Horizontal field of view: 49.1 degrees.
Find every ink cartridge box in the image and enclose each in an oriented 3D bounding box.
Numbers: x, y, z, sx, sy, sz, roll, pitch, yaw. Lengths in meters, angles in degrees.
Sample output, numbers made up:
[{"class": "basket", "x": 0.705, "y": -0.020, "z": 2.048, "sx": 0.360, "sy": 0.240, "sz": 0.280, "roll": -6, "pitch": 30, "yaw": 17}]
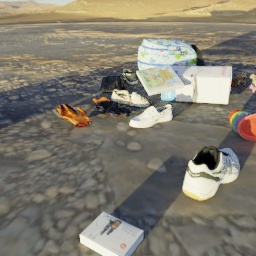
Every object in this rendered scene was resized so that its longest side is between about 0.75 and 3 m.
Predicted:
[{"class": "ink cartridge box", "x": 2.528, "y": -1.653, "z": 10.294, "sx": 2.340, "sy": 1.005, "sz": 1.713, "roll": 7, "pitch": 26, "yaw": 18}]

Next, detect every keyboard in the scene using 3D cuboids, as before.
[{"class": "keyboard", "x": -0.576, "y": -1.988, "z": 11.819, "sx": 1.139, "sy": 0.433, "sz": 2.188, "roll": -1, "pitch": 26, "yaw": -2}]

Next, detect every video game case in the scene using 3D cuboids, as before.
[{"class": "video game case", "x": 1.057, "y": -1.645, "z": 9.383, "sx": 1.215, "sy": 0.147, "sz": 1.334, "roll": -14, "pitch": 45, "yaw": -9}]

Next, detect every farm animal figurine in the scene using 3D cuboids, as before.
[{"class": "farm animal figurine", "x": 4.945, "y": -1.968, "z": 11.467, "sx": 1.320, "sy": 0.664, "sz": 1.066, "roll": 23, "pitch": 33, "yaw": 40}]

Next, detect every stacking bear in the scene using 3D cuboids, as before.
[{"class": "stacking bear", "x": 3.174, "y": -0.184, "z": 7.754, "sx": 0.682, "sy": 0.728, "sz": 1.199, "roll": 1, "pitch": 17, "yaw": 1}]

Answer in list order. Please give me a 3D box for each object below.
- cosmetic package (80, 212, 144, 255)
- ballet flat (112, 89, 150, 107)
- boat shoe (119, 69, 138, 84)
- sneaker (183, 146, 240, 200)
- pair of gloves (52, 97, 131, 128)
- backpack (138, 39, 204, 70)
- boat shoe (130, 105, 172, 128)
[{"class": "cosmetic package", "x": -0.243, "y": 1.658, "z": 4.266, "sx": 0.781, "sy": 0.202, "sz": 0.589, "roll": 15, "pitch": 32, "yaw": 29}, {"class": "ballet flat", "x": 0.057, "y": -1.042, "z": 9.727, "sx": 1.444, "sy": 0.461, "sz": 0.546, "roll": 11, "pitch": 35, "yaw": 22}, {"class": "boat shoe", "x": 0.020, "y": -2.407, "z": 12.599, "sx": 0.614, "sy": 0.490, "sz": 1.625, "roll": -15, "pitch": 28, "yaw": -23}, {"class": "sneaker", "x": 1.786, "y": 0.688, "z": 5.616, "sx": 0.708, "sy": 0.821, "sz": 1.872, "roll": 16, "pitch": 28, "yaw": 35}, {"class": "pair of gloves", "x": -1.144, "y": -0.511, "z": 8.839, "sx": 2.243, "sy": 0.277, "sz": 1.998, "roll": -12, "pitch": 26, "yaw": -30}, {"class": "backpack", "x": 1.834, "y": -3.210, "z": 12.909, "sx": 2.813, "sy": 2.163, "sz": 2.295, "roll": -13, "pitch": 29, "yaw": 3}, {"class": "boat shoe", "x": 0.686, "y": -0.397, "z": 8.271, "sx": 1.506, "sy": 0.522, "sz": 0.533, "roll": -17, "pitch": 30, "yaw": -32}]
